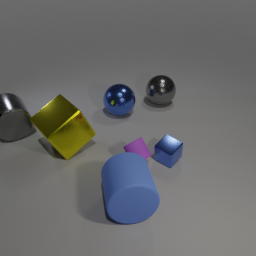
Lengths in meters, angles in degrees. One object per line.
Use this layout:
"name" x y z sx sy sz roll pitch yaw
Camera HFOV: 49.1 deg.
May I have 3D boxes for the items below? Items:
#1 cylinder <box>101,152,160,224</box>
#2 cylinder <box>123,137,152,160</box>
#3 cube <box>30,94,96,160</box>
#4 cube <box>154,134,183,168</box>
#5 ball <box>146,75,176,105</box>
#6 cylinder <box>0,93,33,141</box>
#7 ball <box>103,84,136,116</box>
"cylinder" 0.024 1.618 7.685 1.400 1.400 1.400 -6 32 -9
"cylinder" 0.309 0.756 9.190 0.700 0.700 0.700 -29 -3 -2
"cube" -2.256 -0.040 9.817 1.400 1.400 1.400 -43 51 -13
"cube" 1.374 0.786 9.508 0.700 0.700 0.700 29 54 30
"ball" 1.522 -1.757 13.008 1.400 1.400 1.400 0 33 0
"cylinder" -4.571 -0.436 10.846 1.400 1.400 1.400 -18 42 -26
"ball" -0.372 -1.218 12.160 1.400 1.400 1.400 0 33 0
